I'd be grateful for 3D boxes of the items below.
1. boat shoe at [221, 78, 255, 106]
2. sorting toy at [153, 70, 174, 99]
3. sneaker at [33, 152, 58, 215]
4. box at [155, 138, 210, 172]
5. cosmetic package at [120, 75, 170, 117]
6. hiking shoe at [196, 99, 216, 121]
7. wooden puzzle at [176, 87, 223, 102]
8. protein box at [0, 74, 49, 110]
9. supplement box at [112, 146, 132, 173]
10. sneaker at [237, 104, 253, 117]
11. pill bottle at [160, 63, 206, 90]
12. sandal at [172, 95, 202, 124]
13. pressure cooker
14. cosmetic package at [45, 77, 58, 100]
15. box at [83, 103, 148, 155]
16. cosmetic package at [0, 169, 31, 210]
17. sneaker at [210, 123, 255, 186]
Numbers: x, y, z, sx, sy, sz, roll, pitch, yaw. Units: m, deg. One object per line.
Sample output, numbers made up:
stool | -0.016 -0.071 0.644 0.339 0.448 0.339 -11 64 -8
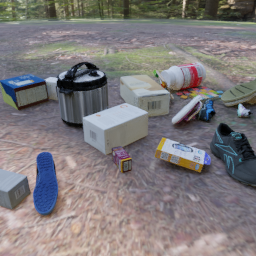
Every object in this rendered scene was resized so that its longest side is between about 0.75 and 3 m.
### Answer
boat shoe | 5.737 -1.598 12.996 2.854 0.976 1.067 -24 35 -1
sorting toy | 1.626 -2.153 13.324 0.237 1.189 1.609 -30 40 6
sneaker | -2.134 1.520 7.390 0.636 0.706 1.813 -4 48 -10
box | 1.707 0.834 8.643 1.619 0.336 0.964 20 24 11
cosmetic package | 0.684 -1.548 12.853 1.497 1.012 2.846 -8 28 -16
hiking shoe | 3.413 -0.708 11.855 0.652 0.559 1.503 23 43 22
wooden puzzle | 3.724 -1.705 14.085 2.437 0.171 1.445 -12 30 -23
protein box | -4.862 -1.743 13.175 1.571 1.060 1.560 -24 36 -39
supplement box | -0.202 0.951 8.587 0.345 0.444 0.805 -11 30 -22
sneaker | 5.033 -0.705 11.998 0.629 0.350 0.900 11 38 17
pill bottle | 2.892 -2.711 14.859 2.265 1.271 1.271 -14 30 -25
sandal | 2.654 -0.724 11.571 0.640 1.060 2.605 47 40 4
pressure cooker | -1.772 -1.438 11.192 2.085 2.334 2.053 -8 28 -15
cosmetic package | -3.202 -1.866 13.582 1.733 0.932 0.735 12 30 19
box | -0.410 -0.038 9.931 1.996 0.973 1.242 -23 35 -36
cosmetic package | -3.387 1.518 7.317 1.430 0.645 0.764 8 27 22
sneaker | 3.273 0.751 8.402 0.954 1.003 2.530 -7 29 -16
